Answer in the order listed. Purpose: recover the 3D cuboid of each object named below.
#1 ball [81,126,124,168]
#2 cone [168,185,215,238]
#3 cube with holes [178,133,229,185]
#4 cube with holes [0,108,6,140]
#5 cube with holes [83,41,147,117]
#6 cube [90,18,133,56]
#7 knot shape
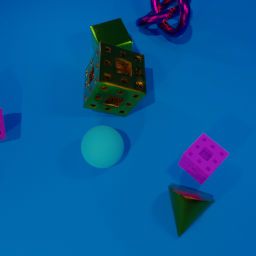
[{"bbox_3d":[-0.657,0.485,7.253,1.099,1.099,1.099,0,63,0],"label":"ball"},{"bbox_3d":[1.359,2.090,6.691,1.135,1.135,1.139,15,91,8],"label":"cone"},{"bbox_3d":[1.928,0.813,7.246,0.806,0.806,0.806,-42,70,-18],"label":"cube with holes"},{"bbox_3d":[-3.857,-0.038,7.344,0.817,0.817,0.817,-20,77,33],"label":"cube with holes"},{"bbox_3d":[-0.394,-1.300,7.799,1.316,1.316,1.316,11,60,-23],"label":"cube with holes"},{"bbox_3d":[-0.523,-2.626,8.850,1.030,1.030,1.030,-19,69,-10],"label":"cube"},{"bbox_3d":[1.326,-3.777,9.045,2.079,0.961,1.945,-46,53,11],"label":"knot shape"}]
